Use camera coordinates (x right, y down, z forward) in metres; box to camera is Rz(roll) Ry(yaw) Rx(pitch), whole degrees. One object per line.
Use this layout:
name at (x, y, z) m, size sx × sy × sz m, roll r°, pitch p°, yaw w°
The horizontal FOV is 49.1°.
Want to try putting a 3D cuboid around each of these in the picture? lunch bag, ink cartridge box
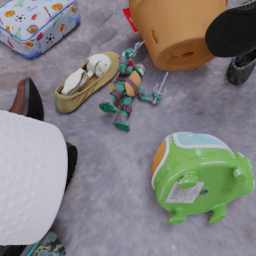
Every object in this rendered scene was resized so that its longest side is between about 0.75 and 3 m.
lunch bag at (-2.916, -3.554, 8.905) m, size 2.102 × 0.991 × 2.623 m, roll 34°, pitch 67°, yaw 20°
ink cartridge box at (0.497, -3.911, 9.352) m, size 1.086 × 0.519 × 1.237 m, roll -20°, pitch 63°, yaw -10°

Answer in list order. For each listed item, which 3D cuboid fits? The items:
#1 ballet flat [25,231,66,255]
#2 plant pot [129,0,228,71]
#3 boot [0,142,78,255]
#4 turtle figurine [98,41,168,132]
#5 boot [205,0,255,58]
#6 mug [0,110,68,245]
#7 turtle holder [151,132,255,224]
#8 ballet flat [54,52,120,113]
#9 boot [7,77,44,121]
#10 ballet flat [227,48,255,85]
ballet flat at (-2.054, 3.078, 5.305) m, size 0.847 × 0.847 × 2.280 m, roll 34°, pitch 69°, yaw 18°
plant pot at (1.496, -2.828, 7.711) m, size 2.731 × 2.731 × 1.912 m, roll -8°, pitch 78°, yaw -4°
boot at (-2.737, 1.187, 5.938) m, size 2.285 × 1.150 × 3.056 m, roll 29°, pitch 73°, yaw 15°
turtle figurine at (0.135, -1.127, 7.491) m, size 1.684 × 1.132 × 2.249 m, roll 41°, pitch 63°, yaw -24°
boot at (3.016, -2.273, 5.534) m, size 1.968 × 2.606 × 0.941 m, roll -25°, pitch 93°, yaw -27°
mug at (-2.387, 0.491, 3.906) m, size 2.473 × 2.168 × 1.826 m, roll 19°, pitch 91°, yaw 52°
turtle holder at (1.610, 0.843, 5.977) m, size 2.326 × 1.767 × 1.652 m, roll -19°, pitch 40°, yaw 2°
ballet flat at (-1.056, -1.464, 7.799) m, size 0.887 × 0.814 × 2.584 m, roll 31°, pitch 65°, yaw 15°
boot at (-3.716, 0.061, 7.021) m, size 2.964 × 1.015 × 2.790 m, roll -5°, pitch 72°, yaw 4°
ballet flat at (3.604, -2.233, 8.306) m, size 0.795 × 0.679 × 2.392 m, roll 24°, pitch 63°, yaw 13°
